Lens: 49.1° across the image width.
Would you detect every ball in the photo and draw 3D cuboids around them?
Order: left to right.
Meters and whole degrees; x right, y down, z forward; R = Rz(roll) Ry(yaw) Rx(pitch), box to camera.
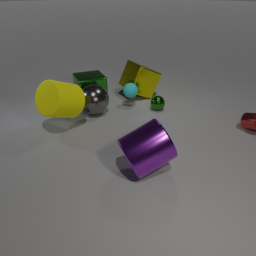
[{"bbox_3d":[-1.566,-1.277,12.714,1.400,1.400,1.400,0,28,0],"label":"ball"},{"bbox_3d":[0.119,-1.796,13.386,0.700,0.700,0.700,0,28,0],"label":"ball"},{"bbox_3d":[1.417,-1.187,13.319,0.700,0.700,0.700,0,28,0],"label":"ball"}]

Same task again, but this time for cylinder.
[{"bbox_3d":[-2.673,-1.120,11.103,1.400,1.400,1.400,19,10,32],"label":"cylinder"},{"bbox_3d":[0.590,0.634,8.719,1.400,1.400,1.400,-30,33,-3],"label":"cylinder"},{"bbox_3d":[5.074,-0.268,11.337,0.700,0.700,0.700,-16,14,-27],"label":"cylinder"}]

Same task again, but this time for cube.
[{"bbox_3d":[-1.887,-1.970,14.010,1.400,1.400,1.400,-11,30,-20],"label":"cube"},{"bbox_3d":[0.601,-2.537,14.582,1.400,1.400,1.400,11,19,-37],"label":"cube"}]
